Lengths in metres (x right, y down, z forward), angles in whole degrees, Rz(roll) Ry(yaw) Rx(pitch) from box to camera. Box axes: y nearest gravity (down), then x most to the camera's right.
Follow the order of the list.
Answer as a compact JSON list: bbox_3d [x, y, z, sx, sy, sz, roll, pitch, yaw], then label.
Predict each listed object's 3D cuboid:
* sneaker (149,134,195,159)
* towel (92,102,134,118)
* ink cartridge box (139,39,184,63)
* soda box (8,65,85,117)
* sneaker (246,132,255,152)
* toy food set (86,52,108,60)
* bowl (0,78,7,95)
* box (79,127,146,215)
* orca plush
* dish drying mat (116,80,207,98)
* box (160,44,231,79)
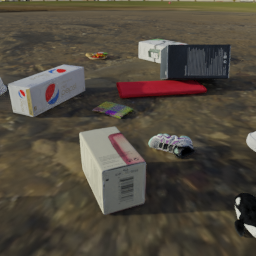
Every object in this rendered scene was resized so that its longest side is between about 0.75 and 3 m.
[{"bbox_3d":[0.932,0.411,5.835,0.946,0.368,0.662,-2,26,-3],"label":"sneaker"},{"bbox_3d":[-0.427,-0.525,7.986,1.008,0.115,0.724,15,30,25],"label":"towel"},{"bbox_3d":[1.690,-3.678,13.433,1.439,0.828,1.971,-22,34,-36],"label":"ink cartridge box"},{"bbox_3d":[-2.336,-1.221,8.522,0.805,0.861,2.527,13,29,23],"label":"soda box"},{"bbox_3d":[3.727,-0.141,5.779,2.427,1.395,0.912,-1,27,-3],"label":"sneaker"},{"bbox_3d":[-1.527,-3.616,13.977,0.978,0.238,0.968,18,32,33],"label":"toy food set"},{"bbox_3d":[-5.026,-1.549,9.251,1.808,0.813,1.808,1,27,0],"label":"bowl"},{"bbox_3d":[-0.298,0.658,4.802,0.730,0.856,1.339,-10,29,-20],"label":"box"},{"bbox_3d":[1.841,1.311,3.816,0.693,0.468,1.317,-7,33,10],"label":"orca plush"},{"bbox_3d":[1.088,-1.331,9.443,2.865,0.261,1.100,-3,27,-8],"label":"dish drying mat"},{"bbox_3d":[2.295,-2.303,9.953,2.120,1.135,1.574,-1,10,-2],"label":"box"}]
